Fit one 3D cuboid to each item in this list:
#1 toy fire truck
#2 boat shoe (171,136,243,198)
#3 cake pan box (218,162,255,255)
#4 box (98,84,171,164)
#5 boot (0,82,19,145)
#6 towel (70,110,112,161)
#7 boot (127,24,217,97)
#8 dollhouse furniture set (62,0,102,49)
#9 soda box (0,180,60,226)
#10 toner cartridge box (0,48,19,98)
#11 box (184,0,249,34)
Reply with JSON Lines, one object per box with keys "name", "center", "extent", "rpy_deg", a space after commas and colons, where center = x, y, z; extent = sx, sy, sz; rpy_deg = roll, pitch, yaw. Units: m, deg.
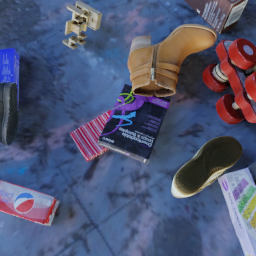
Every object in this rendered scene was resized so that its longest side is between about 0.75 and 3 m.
{"name": "toy fire truck", "center": [3.619, -1.336, 8.071], "extent": [2.220, 1.482, 2.644], "rpy_deg": [-4, 66, -28]}
{"name": "boat shoe", "center": [2.002, 0.995, 7.306], "extent": [2.378, 0.789, 0.880], "rpy_deg": [-28, 69, -25]}
{"name": "cake pan box", "center": [3.800, 2.044, 6.951], "extent": [2.379, 0.676, 2.583], "rpy_deg": [-11, 69, -7]}
{"name": "box", "center": [0.210, -0.172, 7.875], "extent": [1.462, 0.369, 2.045], "rpy_deg": [20, 64, 5]}
{"name": "boot", "center": [-4.175, -0.510, 7.707], "extent": [2.138, 0.702, 1.762], "rpy_deg": [7, 96, 2]}
{"name": "towel", "center": [-0.801, 0.183, 7.979], "extent": [1.412, 0.159, 1.021], "rpy_deg": [-31, 70, -12]}
{"name": "boot", "center": [1.340, -1.904, 8.246], "extent": [2.711, 0.999, 2.097], "rpy_deg": [-8, 56, 13]}
{"name": "dollhouse furniture set", "center": [-1.619, -3.434, 8.927], "extent": [0.910, 1.201, 1.370], "rpy_deg": [33, 45, 11]}
{"name": "soda box", "center": [-2.819, 1.821, 7.050], "extent": [2.008, 0.637, 0.703], "rpy_deg": [15, 69, 6]}
{"name": "toner cartridge box", "center": [-3.852, -1.438, 8.481], "extent": [0.955, 0.434, 2.012], "rpy_deg": [-7, 68, -1]}
{"name": "box", "center": [2.662, -4.598, 9.287], "extent": [0.994, 1.328, 2.652], "rpy_deg": [-32, 71, -12]}
